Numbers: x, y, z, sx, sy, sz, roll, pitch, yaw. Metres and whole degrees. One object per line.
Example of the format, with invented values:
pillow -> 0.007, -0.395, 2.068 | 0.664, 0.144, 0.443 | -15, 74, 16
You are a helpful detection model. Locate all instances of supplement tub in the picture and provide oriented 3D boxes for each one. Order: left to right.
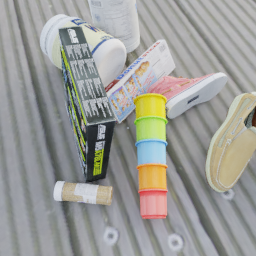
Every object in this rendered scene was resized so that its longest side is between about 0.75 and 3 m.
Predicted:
supplement tub -> -1.321, -2.238, 8.219 | 2.185, 1.584, 1.584 | 34, 64, 19
supplement tub -> -0.417, -3.507, 8.543 | 1.420, 2.153, 1.420 | -5, 48, 6

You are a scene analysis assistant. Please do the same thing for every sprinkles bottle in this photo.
sprinkles bottle -> -1.038, 1.530, 6.575 | 1.322, 0.451, 0.451 | 5, 58, 3

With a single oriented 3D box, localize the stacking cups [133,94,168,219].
stacking cups -> 0.620, 0.654, 6.692 | 0.872, 0.872, 2.881 | -2, 72, -1

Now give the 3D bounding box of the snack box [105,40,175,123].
snack box -> 0.343, -1.383, 8.057 | 0.333, 0.984, 2.738 | 16, 54, 47

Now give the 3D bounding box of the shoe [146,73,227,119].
shoe -> 1.692, -1.189, 8.020 | 2.341, 0.836, 1.065 | -28, 55, -21

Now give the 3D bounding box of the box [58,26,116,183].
box -> -1.025, -0.456, 6.511 | 0.639, 2.596, 2.688 | -10, 58, -18

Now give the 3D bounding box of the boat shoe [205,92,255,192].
boat shoe -> 2.740, 0.235, 6.735 | 0.995, 1.057, 2.777 | 31, 71, -20
